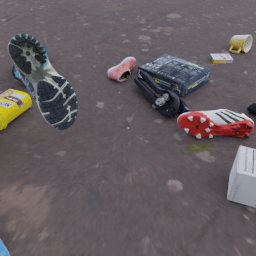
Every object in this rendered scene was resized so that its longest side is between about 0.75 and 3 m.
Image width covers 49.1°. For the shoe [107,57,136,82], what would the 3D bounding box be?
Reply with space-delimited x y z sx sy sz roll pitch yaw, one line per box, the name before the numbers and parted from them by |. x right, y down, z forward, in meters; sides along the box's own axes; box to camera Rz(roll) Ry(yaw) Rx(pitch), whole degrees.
shoe | -0.065 -2.294 11.100 0.688 0.541 1.513 32 54 33

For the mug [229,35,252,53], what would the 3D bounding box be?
mug | 5.181 -3.967 13.065 0.977 0.782 0.802 -24 36 -36

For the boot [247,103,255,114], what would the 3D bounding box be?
boot | 4.155 -0.476 8.897 0.909 0.336 0.745 -23 45 -37

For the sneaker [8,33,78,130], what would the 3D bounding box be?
sneaker | -2.056 -1.094 6.943 0.943 2.431 1.049 -31 17 -20

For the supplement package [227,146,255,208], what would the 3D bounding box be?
supplement package | 3.172 1.202 6.236 1.630 0.953 0.956 13 40 16

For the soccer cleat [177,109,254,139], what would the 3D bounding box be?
soccer cleat | 2.539 -0.191 8.242 2.244 0.770 0.956 4 33 -1

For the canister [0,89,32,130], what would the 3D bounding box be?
canister | -3.903 -0.636 8.892 1.053 0.614 1.418 14 39 18

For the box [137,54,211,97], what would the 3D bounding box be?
box | 1.749 -2.095 10.771 2.236 0.570 1.763 29 47 33

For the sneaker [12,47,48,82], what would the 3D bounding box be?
sneaker | -4.020 -2.441 11.004 1.130 1.010 2.758 -3 28 3

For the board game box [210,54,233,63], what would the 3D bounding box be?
board game box | 4.110 -3.063 12.337 0.856 0.173 0.655 0 38 1

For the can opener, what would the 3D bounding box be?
can opener | 0.939 -1.163 9.536 0.811 1.006 2.558 -50 49 6

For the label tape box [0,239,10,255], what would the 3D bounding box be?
label tape box | -3.113 2.279 5.164 1.800 0.595 1.289 28 46 33
